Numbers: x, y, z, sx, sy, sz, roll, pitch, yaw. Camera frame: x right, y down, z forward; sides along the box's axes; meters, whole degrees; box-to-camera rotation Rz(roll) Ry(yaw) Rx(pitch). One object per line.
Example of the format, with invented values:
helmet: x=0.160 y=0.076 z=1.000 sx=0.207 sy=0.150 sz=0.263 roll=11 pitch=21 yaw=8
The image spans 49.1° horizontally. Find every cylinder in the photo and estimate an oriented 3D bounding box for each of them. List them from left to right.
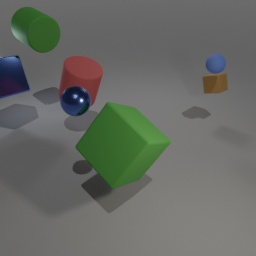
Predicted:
cylinder: x=-3.613 y=-3.852 z=10.978 sx=1.400 sy=1.400 sz=1.400 roll=-27 pitch=48 yaw=-36
cylinder: x=-1.735 y=-1.663 z=10.203 sx=1.400 sy=1.400 sz=1.400 roll=13 pitch=42 yaw=-12

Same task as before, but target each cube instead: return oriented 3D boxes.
cube: x=-4.876 y=-1.847 z=10.603 sx=1.400 sy=1.400 sz=1.400 roll=-6 pitch=16 yaw=34
cube: x=-0.090 y=0.392 z=6.761 sx=1.400 sy=1.400 sz=1.400 roll=44 pitch=18 yaw=21
cube: x=3.498 y=-1.794 z=11.226 sx=0.700 sy=0.700 sz=0.700 roll=-22 pitch=19 yaw=-41

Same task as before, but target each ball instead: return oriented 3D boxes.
ball: x=-1.194 y=-0.613 z=6.410 sx=0.700 sy=0.700 sz=0.700 roll=0 pitch=32 yaw=0
ball: x=3.144 y=-2.293 z=10.033 sx=0.700 sy=0.700 sz=0.700 roll=0 pitch=32 yaw=0
